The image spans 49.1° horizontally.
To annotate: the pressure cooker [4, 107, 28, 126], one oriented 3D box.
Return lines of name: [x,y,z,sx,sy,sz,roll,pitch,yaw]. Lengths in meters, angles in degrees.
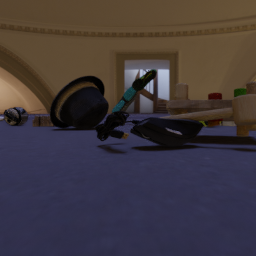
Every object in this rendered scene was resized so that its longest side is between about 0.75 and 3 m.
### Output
pressure cooker: [-4.812,-0.482,11.980,0.785,0.797,0.892,-13,0,14]

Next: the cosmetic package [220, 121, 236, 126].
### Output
cosmetic package: [4.151,-0.374,11.830,0.416,0.571,1.124,-3,3,-29]

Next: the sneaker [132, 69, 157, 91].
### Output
sneaker: [0.727,-2.017,11.851,1.300,0.507,0.554,-31,8,27]

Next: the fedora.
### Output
fedora: [-1.493,-0.672,9.744,1.066,2.335,2.335,39,24,27]

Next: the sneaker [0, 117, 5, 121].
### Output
sneaker: [-7.682,-0.633,15.912,1.404,0.563,0.494,2,2,10]

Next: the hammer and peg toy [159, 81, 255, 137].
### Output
hammer and peg toy: [1.809,-0.427,6.000,2.085,0.999,2.834,1,-6,15]

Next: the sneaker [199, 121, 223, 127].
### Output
sneaker: [3.032,-0.427,11.724,0.864,0.853,2.263,6,12,-22]

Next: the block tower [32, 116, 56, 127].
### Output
block tower: [-3.002,-0.281,11.346,1.616,0.437,0.467,-1,5,-5]

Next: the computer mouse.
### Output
computer mouse: [0.339,0.147,5.126,1.889,0.435,1.326,6,-16,-26]

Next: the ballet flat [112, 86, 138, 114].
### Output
ballet flat: [-0.045,-1.223,12.837,0.568,1.783,0.601,20,26,-53]
